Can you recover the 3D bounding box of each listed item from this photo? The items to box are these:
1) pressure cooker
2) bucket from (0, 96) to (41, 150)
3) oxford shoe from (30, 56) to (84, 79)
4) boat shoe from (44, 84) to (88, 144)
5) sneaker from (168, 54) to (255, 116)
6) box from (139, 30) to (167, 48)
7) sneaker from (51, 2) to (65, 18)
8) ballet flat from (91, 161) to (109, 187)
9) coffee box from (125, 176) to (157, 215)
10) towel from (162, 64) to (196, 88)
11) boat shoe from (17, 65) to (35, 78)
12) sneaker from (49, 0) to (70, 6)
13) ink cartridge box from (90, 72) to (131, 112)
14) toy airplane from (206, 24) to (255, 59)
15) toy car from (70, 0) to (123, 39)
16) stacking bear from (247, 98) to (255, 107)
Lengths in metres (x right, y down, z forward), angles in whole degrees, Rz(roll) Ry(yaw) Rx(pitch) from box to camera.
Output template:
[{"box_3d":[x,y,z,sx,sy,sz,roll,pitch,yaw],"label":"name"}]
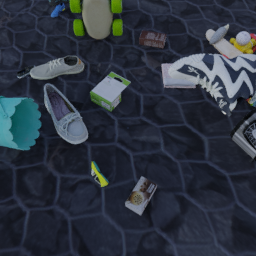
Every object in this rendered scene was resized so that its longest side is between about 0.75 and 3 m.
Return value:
[{"box_3d":[4.810,0.333,9.906,1.609,1.584,1.801,-31,64,-19],"label":"pressure cooker"},{"box_3d":[-4.181,-0.204,10.098,1.304,2.004,2.004,6,58,10],"label":"bucket"},{"box_3d":[-3.154,-2.727,12.386,2.386,0.689,0.897,-11,61,-4],"label":"oxford shoe"},{"box_3d":[-2.499,-0.560,10.867,1.039,0.904,2.820,-27,62,-16],"label":"boat shoe"},{"box_3d":[2.850,-1.336,9.247,2.941,1.174,1.914,0,79,-1],"label":"sneaker"},{"box_3d":[1.192,-4.276,13.505,1.216,0.456,0.609,13,59,6],"label":"box"},{"box_3d":[-3.735,-6.244,14.768,0.356,0.423,1.079,26,63,13],"label":"sneaker"},{"box_3d":[-1.077,1.634,9.844,0.344,0.343,1.027,-38,66,-3],"label":"ballet flat"},{"box_3d":[0.449,2.254,9.365,0.613,0.433,1.085,28,62,16],"label":"coffee box"},{"box_3d":[2.240,-2.348,12.410,1.424,0.229,1.360,0,57,-1],"label":"towel"},{"box_3d":[-4.550,-2.560,12.518,0.318,0.262,0.925,39,66,22],"label":"boat shoe"},{"box_3d":[-3.604,-7.135,15.233,1.497,0.593,0.564,-28,60,-18],"label":"sneaker"},{"box_3d":[-0.699,-1.538,11.707,1.074,0.550,1.453,31,61,19],"label":"ink cartridge box"},{"box_3d":[4.619,-3.330,12.103,2.544,1.795,2.533,10,59,6],"label":"toy airplane"},{"box_3d":[-1.391,-5.927,13.735,2.285,2.195,2.782,1,46,1],"label":"toy car"},{"box_3d":[5.156,-1.170,11.518,0.544,0.581,0.956,-35,57,-25],"label":"stacking bear"}]
